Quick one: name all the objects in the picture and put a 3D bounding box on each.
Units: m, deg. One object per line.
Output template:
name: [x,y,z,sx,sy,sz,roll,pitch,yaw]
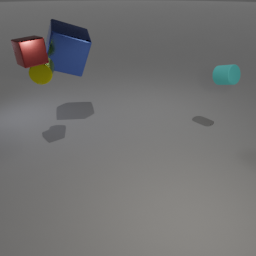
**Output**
cube: [-2.710,-2.123,7.756,0.700,0.700,0.700,-23,32,-30]
cylinder: [3.535,-1.906,10.063,0.700,0.700,0.700,-19,17,-31]
cylinder: [-2.689,-1.818,8.768,0.700,0.700,0.700,-3,33,-6]
cube: [-2.265,-2.949,10.324,1.400,1.400,1.400,9,34,-23]
